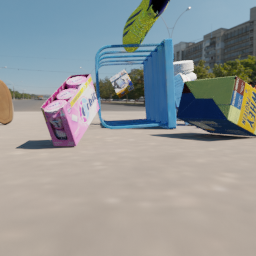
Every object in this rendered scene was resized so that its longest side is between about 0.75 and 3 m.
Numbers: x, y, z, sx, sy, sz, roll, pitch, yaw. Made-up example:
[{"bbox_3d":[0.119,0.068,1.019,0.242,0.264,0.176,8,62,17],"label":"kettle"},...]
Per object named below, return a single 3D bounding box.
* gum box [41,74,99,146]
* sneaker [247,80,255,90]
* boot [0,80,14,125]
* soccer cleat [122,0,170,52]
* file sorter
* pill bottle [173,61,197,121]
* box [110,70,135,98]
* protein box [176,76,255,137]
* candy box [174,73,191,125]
[{"bbox_3d":[-0.744,-0.250,3.745,0.333,0.571,1.006,-1,34,16],"label":"gum box"},{"bbox_3d":[2.973,-0.895,7.032,1.956,0.880,0.684,-42,17,-15],"label":"sneaker"},{"bbox_3d":[-4.415,-0.976,9.128,0.894,2.544,1.860,-24,-9,-26],"label":"boot"},{"bbox_3d":[0.383,-2.430,6.172,0.563,1.741,0.728,24,27,-21],"label":"soccer cleat"},{"bbox_3d":[0.035,-1.046,7.784,1.830,2.070,2.983,-4,5,-6],"label":"file sorter"},{"bbox_3d":[2.113,-1.493,11.094,1.250,2.197,1.250,-8,16,2],"label":"pill bottle"},{"bbox_3d":[-0.198,-1.389,8.523,0.560,0.940,0.195,-31,-39,7],"label":"box"},{"bbox_3d":[1.601,-0.332,4.793,1.036,0.699,1.028,19,-9,-37],"label":"protein box"},{"bbox_3d":[1.796,-0.854,8.438,0.519,1.450,1.216,-27,-8,25],"label":"candy box"}]
